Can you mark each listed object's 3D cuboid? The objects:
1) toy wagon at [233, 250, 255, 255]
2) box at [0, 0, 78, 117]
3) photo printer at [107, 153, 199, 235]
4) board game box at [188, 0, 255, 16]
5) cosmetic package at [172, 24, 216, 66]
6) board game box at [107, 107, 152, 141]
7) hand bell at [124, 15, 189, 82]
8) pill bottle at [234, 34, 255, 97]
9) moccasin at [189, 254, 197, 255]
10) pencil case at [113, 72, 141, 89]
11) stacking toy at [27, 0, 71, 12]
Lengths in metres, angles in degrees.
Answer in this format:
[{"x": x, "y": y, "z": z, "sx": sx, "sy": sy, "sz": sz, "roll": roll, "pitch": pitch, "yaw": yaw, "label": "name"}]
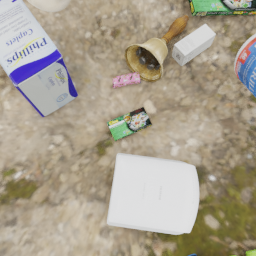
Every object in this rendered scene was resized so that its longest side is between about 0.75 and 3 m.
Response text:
[{"x": 3.003, "y": 4.430, "z": 7.135, "sx": 2.840, "sy": 0.562, "sz": 2.204, "roll": 1, "pitch": 61, "yaw": -25, "label": "toy wagon"}, {"x": -3.024, "y": -2.128, "z": 8.532, "sx": 1.467, "sy": 2.571, "sz": 2.796, "roll": -35, "pitch": 76, "yaw": -10, "label": "box"}, {"x": 0.790, "y": 1.938, "z": 8.265, "sx": 2.560, "sy": 0.889, "sz": 2.130, "roll": 8, "pitch": 74, "yaw": 3, "label": "photo printer"}, {"x": 3.450, "y": -4.768, "z": 10.231, "sx": 2.639, "sy": 0.310, "sz": 1.383, "roll": -6, "pitch": 77, "yaw": -13, "label": "board game box"}, {"x": 2.263, "y": -2.859, "z": 9.699, "sx": 1.391, "sy": 0.748, "sz": 0.590, "roll": -36, "pitch": 76, "yaw": -11, "label": "cosmetic package"}, {"x": 0.044, "y": -0.139, "z": 9.247, "sx": 1.344, "sy": 0.158, "sz": 0.704, "roll": -23, "pitch": 78, "yaw": -6, "label": "board game box"}, {"x": 1.284, "y": -3.066, "z": 9.679, "sx": 1.490, "sy": 1.490, "sz": 2.862, "roll": 35, "pitch": 65, "yaw": 9, "label": "hand bell"}, {"x": 3.695, "y": -0.963, "z": 6.233, "sx": 1.544, "sy": 1.544, "sz": 2.751, "roll": -14, "pitch": 43, "yaw": -4, "label": "pill bottle"}, {"x": 2.062, "y": 4.538, "z": 7.651, "sx": 0.793, "sy": 0.672, "sz": 1.971, "roll": -24, "pitch": 76, "yaw": -6, "label": "moccasin"}, {"x": -0.059, "y": -1.615, "z": 9.516, "sx": 0.967, "sy": 0.400, "sz": 0.418, "roll": -11, "pitch": 101, "yaw": -3, "label": "pencil case"}, {"x": -1.722, "y": -4.062, "z": 6.825, "sx": 1.551, "sy": 1.551, "sz": 2.123, "roll": 19, "pitch": 60, "yaw": 5, "label": "stacking toy"}]
